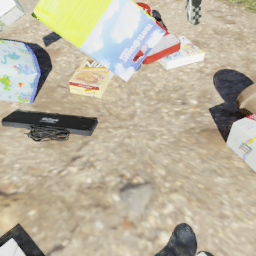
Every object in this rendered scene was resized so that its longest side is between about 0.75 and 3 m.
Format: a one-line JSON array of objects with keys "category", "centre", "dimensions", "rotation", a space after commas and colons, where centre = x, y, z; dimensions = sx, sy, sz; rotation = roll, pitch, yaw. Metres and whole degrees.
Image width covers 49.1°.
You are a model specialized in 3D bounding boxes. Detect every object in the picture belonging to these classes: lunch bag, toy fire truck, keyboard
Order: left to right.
[{"category": "lunch bag", "centre": [-4.486, -2.217, 9.655], "dimensions": [2.282, 1.710, 2.683], "rotation": [1, 49, -34]}, {"category": "keyboard", "centre": [-2.509, 0.045, 8.767], "dimensions": [2.933, 0.581, 1.527], "rotation": [6, 22, 7]}, {"category": "toy fire truck", "centre": [0.255, -3.374, 11.002], "dimensions": [2.966, 1.663, 2.491], "rotation": [-26, 58, -15]}]

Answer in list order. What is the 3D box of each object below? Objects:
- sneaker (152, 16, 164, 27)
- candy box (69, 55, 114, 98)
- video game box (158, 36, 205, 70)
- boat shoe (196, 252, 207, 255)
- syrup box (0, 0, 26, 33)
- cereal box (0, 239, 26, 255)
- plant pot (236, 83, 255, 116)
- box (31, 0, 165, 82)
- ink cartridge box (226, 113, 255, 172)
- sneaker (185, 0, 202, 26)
[{"category": "sneaker", "centre": [0.967, -5.032, 13.549], "dimensions": [1.708, 0.847, 0.604], "rotation": [15, 48, 16]}, {"category": "candy box", "centre": [-1.275, -2.045, 10.678], "dimensions": [1.190, 0.570, 2.061], "rotation": [12, 46, 9]}, {"category": "video game box", "centre": [2.052, -3.269, 12.047], "dimensions": [1.838, 0.430, 1.675], "rotation": [-17, 45, -17]}, {"category": "boat shoe", "centre": [1.122, 3.070, 5.516], "dimensions": [1.450, 0.522, 0.477], "rotation": [-30, 58, -27]}, {"category": "syrup box", "centre": [-2.625, -2.113, 5.357], "dimensions": [1.180, 0.465, 0.480], "rotation": [-33, 90, 5]}, {"category": "cereal box", "centre": [-2.378, 3.127, 5.588], "dimensions": [1.508, 0.298, 1.085], "rotation": [34, 53, 29]}, {"category": "plant pot", "centre": [4.366, -0.541, 8.627], "dimensions": [1.625, 1.625, 1.418], "rotation": [-7, 62, -7]}, {"category": "box", "centre": [-0.703, -2.737, 7.198], "dimensions": [2.906, 1.772, 0.692], "rotation": [33, 21, -21]}, {"category": "ink cartridge box", "centre": [3.652, 0.409, 7.924], "dimensions": [0.932, 0.928, 1.283], "rotation": [-20, 48, -20]}, {"category": "sneaker", "centre": [2.157, -4.229, 9.407], "dimensions": [0.518, 1.399, 0.619], "rotation": [-16, 38, -20]}]
